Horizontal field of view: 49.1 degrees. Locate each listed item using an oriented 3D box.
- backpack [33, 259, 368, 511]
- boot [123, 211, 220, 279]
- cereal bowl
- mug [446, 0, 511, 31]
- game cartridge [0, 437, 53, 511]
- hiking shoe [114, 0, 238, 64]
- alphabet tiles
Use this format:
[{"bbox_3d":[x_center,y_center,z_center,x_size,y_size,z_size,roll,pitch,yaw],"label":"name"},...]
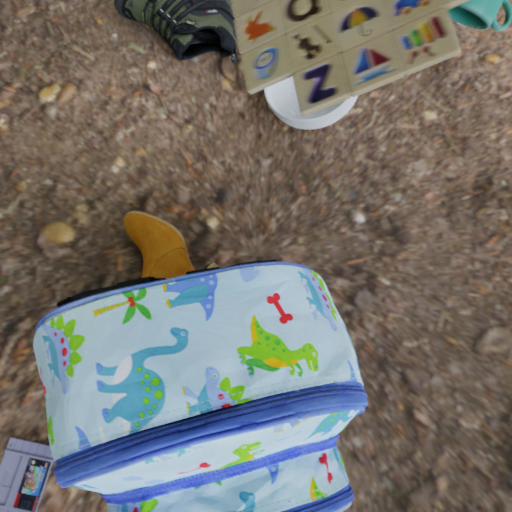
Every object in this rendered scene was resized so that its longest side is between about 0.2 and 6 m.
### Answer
[{"bbox_3d":[-0.454,1.745,6.150,3.415,3.732,2.743,-14,66,-6],"label":"backpack"},{"bbox_3d":[-1.530,0.289,8.322,2.017,0.710,1.444,35,51,7],"label":"boot"},{"bbox_3d":[1.027,-2.924,9.810,1.688,0.703,1.688,-6,71,18],"label":"cereal bowl"},{"bbox_3d":[3.437,-4.016,8.726,0.883,1.075,0.665,40,109,47],"label":"mug"},{"bbox_3d":[-3.171,3.037,7.539,0.672,0.199,1.037,8,66,8],"label":"game cartridge"},{"bbox_3d":[-1.475,-4.368,10.420,2.648,1.003,1.333,13,63,5],"label":"hiking shoe"},{"bbox_3d":[1.048,-3.453,6.705,2.969,0.113,3.568,-18,66,21],"label":"alphabet tiles"}]
